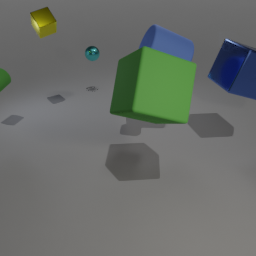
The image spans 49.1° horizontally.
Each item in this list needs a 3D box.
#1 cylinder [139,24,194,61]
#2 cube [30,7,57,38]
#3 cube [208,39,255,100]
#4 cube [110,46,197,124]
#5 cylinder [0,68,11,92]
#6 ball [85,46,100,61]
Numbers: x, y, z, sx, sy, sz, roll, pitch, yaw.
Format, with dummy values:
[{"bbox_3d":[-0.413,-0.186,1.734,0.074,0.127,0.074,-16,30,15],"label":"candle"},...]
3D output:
[{"bbox_3d":[1.185,-2.437,9.142,1.400,1.400,1.400,18,25,-18],"label":"cylinder"},{"bbox_3d":[-3.129,-3.909,10.409,0.700,0.700,0.700,-30,83,-20],"label":"cube"},{"bbox_3d":[3.764,-1.906,9.156,1.400,1.400,1.400,10,27,-22],"label":"cube"},{"bbox_3d":[0.547,-0.904,6.605,1.400,1.400,1.400,11,-4,-24],"label":"cube"},{"bbox_3d":[-4.725,-1.699,10.096,0.700,0.700,0.700,10,45,16],"label":"cylinder"},{"bbox_3d":[-1.683,-3.507,13.196,0.700,0.700,0.700,0,30,0],"label":"ball"}]
